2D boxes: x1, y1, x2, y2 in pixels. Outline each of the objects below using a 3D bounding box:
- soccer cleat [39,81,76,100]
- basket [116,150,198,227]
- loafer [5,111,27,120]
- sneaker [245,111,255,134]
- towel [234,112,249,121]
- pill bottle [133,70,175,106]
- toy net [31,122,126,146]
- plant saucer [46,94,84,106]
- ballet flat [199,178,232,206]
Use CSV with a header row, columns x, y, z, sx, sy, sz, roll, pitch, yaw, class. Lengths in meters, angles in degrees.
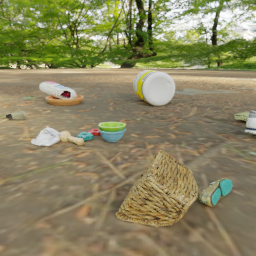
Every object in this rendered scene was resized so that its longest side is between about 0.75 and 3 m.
x,y,z,sx,sy,sz,roll,pitch,yaw,class
-3.443,-1.803,13.524,1.884,0.658,0.813,14,18,1,soccer cleat
0.505,1.041,4.322,0.841,0.877,1.178,36,21,4,basket
-4.012,-0.412,10.006,0.809,0.306,0.276,-6,14,13,loafer
4.082,-0.152,8.145,1.632,0.657,0.624,0,4,-34,sneaker
4.326,-0.373,9.806,0.920,0.226,1.240,11,14,38,towel
1.146,-2.024,13.639,1.530,1.530,2.800,-3,15,-10,pill bottle
-1.343,0.090,7.689,2.509,0.485,1.316,-2,15,-8,toy net
-3.015,-1.345,13.423,1.772,0.332,1.772,-1,15,0,plant saucer
1.428,1.025,4.594,0.307,0.307,0.869,12,19,38,ballet flat
